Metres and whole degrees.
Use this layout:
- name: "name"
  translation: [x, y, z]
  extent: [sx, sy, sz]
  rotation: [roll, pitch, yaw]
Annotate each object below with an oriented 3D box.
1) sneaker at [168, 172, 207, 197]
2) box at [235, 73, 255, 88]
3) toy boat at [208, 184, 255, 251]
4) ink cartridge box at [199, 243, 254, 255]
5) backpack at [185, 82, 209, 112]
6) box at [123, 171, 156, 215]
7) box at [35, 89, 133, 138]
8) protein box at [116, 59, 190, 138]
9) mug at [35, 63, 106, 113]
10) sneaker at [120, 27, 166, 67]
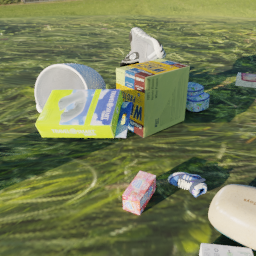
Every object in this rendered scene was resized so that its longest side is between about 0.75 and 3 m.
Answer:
- name: "sneaker"
  translation: [1.348, 1.279, 6.246]
  extent: [0.819, 0.330, 0.599]
  rotation: [3, 22, -5]
- name: "box"
  translation: [5.494, -2.213, 12.931]
  extent: [0.916, 0.499, 0.586]
  rotation: [12, 29, 22]
- name: "toy boat"
  translation: [2.643, 1.523, 5.295]
  extent: [1.768, 0.977, 2.103]
  rotation: [17, 39, 38]
- name: "ink cartridge box"
  translation: [1.505, 2.442, 3.977]
  extent: [0.839, 0.331, 1.688]
  rotation: [4, 26, 8]
- name: "backpack"
  translation: [2.394, -1.156, 10.444]
  extent: [1.101, 0.884, 1.203]
  rotation: [-22, 38, -30]
- name: "box"
  translation: [0.254, 1.359, 5.957]
  extent: [0.404, 0.438, 0.854]
  rotation: [14, 35, 24]
- name: "box"
  translation: [-1.017, -0.367, 6.814]
  extent: [2.098, 0.500, 1.279]
  rotation: [1, 48, 12]
- name: "protein box"
  translation: [0.780, -1.038, 9.025]
  extent: [1.954, 1.940, 1.318]
  rotation: [-21, 34, -36]
- name: "mug"
  translation: [-2.001, -1.127, 9.624]
  extent: [2.530, 1.868, 2.218]
  rotation: [-23, 6, 21]
- name: "sneaker"
  translation: [0.202, -2.856, 10.533]
  extent: [1.528, 0.993, 2.647]
  rotation: [-39, 34, 1]
